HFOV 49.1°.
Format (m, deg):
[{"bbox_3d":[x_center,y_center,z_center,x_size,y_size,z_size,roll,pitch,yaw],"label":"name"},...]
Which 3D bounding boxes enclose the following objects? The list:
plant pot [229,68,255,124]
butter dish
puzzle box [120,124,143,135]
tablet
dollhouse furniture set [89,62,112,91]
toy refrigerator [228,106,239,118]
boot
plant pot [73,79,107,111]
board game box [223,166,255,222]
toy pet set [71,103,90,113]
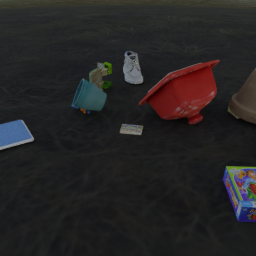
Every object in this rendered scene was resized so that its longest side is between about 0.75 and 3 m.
[{"bbox_3d":[5.623,-1.438,11.758,2.213,1.930,2.213,7,33,-4],"label":"plant pot"},{"bbox_3d":[2.395,-1.169,11.622,2.900,2.144,2.892,-22,-8,-28],"label":"butter dish"},{"bbox_3d":[0.141,0.054,11.268,0.864,0.110,0.575,4,31,7],"label":"puzzle box"},{"bbox_3d":[-5.209,0.440,10.530,2.873,0.196,1.870,-17,34,-27],"label":"tablet"},{"bbox_3d":[-1.761,-2.553,14.487,1.024,1.336,2.040,15,33,21],"label":"dollhouse furniture set"},{"bbox_3d":[4.749,-0.735,12.438,0.265,0.288,0.757,-8,32,-13],"label":"toy refrigerator"},{"bbox_3d":[0.221,-3.593,16.266,1.018,1.323,2.769,-7,31,-12],"label":"boot"},{"bbox_3d":[-1.617,-1.331,12.150,1.187,1.263,1.263,20,25,-19],"label":"plant pot"},{"bbox_3d":[4.131,1.825,7.818,2.467,0.552,1.659,1,30,2],"label":"board game box"},{"bbox_3d":[-2.114,-0.975,12.781,0.900,0.512,0.964,20,43,-8],"label":"toy pet set"}]
